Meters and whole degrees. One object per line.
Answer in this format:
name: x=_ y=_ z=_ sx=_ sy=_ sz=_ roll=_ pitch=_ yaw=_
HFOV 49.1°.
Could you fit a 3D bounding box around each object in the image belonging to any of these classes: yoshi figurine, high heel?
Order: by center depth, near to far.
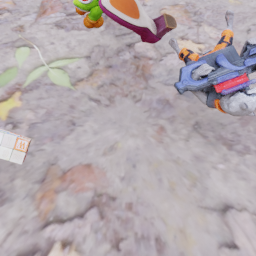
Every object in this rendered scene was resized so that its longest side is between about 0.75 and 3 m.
high heel: x=0.058 y=-2.508 z=6.844 sx=2.419 sy=1.163 sz=0.816 roll=2 pitch=77 yaw=-43
yoshi figurine: x=-0.699 y=-3.862 z=7.633 sx=1.264 sy=2.248 sz=1.259 roll=16 pitch=65 yaw=-13

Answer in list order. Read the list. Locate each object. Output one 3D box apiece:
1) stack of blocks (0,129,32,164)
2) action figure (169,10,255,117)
stack of blocks: x=-2.853 y=0.220 z=5.630 sx=1.660 sy=0.956 sz=0.486 roll=19 pitch=85 yaw=-15
action figure: x=2.470 y=-1.472 z=6.572 sx=2.927 sy=1.531 sz=2.832 roll=-14 pitch=55 yaw=9
